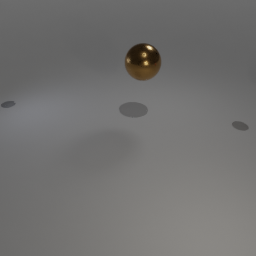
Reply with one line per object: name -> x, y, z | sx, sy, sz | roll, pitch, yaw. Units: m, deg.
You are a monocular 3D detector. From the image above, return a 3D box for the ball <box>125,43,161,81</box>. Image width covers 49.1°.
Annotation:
ball -> 0.567, -2.498, 10.641 | 1.400, 1.400, 1.400 | 0, 32, 0
